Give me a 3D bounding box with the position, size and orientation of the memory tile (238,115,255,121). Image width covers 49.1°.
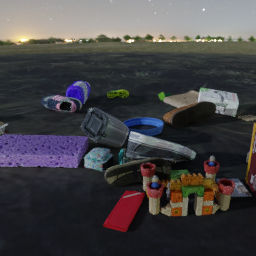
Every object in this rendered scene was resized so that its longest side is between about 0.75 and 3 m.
[{"bbox_3d":[5.395,-0.453,12.447,0.844,0.071,0.647,-9,22,-24],"label":"memory tile"}]

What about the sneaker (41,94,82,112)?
[{"bbox_3d":[-3.346,-1.172,13.450,2.150,0.754,0.882,4,17,15],"label":"sneaker"}]

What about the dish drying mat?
[{"bbox_3d":[-0.047,1.760,6.122,0.507,0.120,1.319,8,21,18],"label":"dish drying mat"}]

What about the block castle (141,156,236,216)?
[{"bbox_3d":[1.305,1.238,6.424,1.930,0.906,1.290,-1,20,-4],"label":"block castle"}]

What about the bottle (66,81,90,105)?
[{"bbox_3d":[-2.573,-1.932,15.049,0.888,1.136,2.720,1,19,3],"label":"bottle"}]

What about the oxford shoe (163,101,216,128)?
[{"bbox_3d":[2.657,-0.688,11.934,2.559,0.913,0.912,-11,19,-26],"label":"oxford shoe"}]

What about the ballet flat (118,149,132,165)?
[{"bbox_3d":[-0.066,0.982,8.058,0.440,0.440,1.186,0,22,1],"label":"ballet flat"}]

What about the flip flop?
[{"bbox_3d":[0.273,1.112,7.247,1.763,0.715,0.507,-8,14,-6],"label":"flip flop"}]

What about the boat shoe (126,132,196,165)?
[{"bbox_3d":[0.959,0.747,7.906,2.371,0.804,0.851,16,0,-38],"label":"boat shoe"}]

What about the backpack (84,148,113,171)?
[{"bbox_3d":[-0.866,0.892,7.981,0.766,0.576,0.680,2,18,21],"label":"backpack"}]

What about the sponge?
[{"bbox_3d":[-2.801,0.685,8.702,2.926,0.436,1.632,1,19,2],"label":"sponge"}]

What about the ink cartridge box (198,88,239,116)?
[{"bbox_3d":[4.219,-1.247,13.215,1.742,0.732,1.267,11,29,10],"label":"ink cartridge box"}]

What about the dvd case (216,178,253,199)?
[{"bbox_3d":[2.617,1.493,6.946,0.620,0.076,0.869,-1,19,-2],"label":"dvd case"}]

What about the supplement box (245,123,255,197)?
[{"bbox_3d":[3.537,0.906,6.282,1.094,1.625,1.647,2,20,4],"label":"supplement box"}]

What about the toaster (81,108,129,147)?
[{"bbox_3d":[-0.732,0.017,9.365,1.097,0.965,1.699,22,6,-37],"label":"toaster"}]

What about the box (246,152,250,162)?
[{"bbox_3d":[4.807,0.672,8.751,1.510,0.404,2.493,14,25,33],"label":"box"}]

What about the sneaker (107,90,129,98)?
[{"bbox_3d":[-0.589,-2.047,16.339,1.282,0.475,0.536,-2,24,-4],"label":"sneaker"}]

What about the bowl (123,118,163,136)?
[{"bbox_3d":[0.569,-0.036,10.815,1.597,0.314,1.597,-2,18,1],"label":"bowl"}]

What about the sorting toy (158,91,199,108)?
[{"bbox_3d":[2.985,-1.511,14.898,2.123,0.423,2.873,-18,29,-30],"label":"sorting toy"}]

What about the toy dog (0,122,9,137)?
[{"bbox_3d":[-4.499,0.127,9.952,0.557,0.763,1.156,20,19,-27],"label":"toy dog"}]
